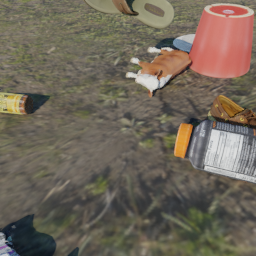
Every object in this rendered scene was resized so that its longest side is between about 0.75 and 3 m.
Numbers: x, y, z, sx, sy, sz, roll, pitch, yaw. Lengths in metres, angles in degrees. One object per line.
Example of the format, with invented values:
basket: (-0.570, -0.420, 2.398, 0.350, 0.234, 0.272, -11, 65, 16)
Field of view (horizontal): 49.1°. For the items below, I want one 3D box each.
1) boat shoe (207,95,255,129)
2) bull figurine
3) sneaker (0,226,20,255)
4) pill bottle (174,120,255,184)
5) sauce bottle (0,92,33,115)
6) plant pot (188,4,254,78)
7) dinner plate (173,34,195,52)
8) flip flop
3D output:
boat shoe: (3.136, -0.090, 7.664, 0.870, 0.816, 2.417, -18, 41, -22)
bull figurine: (1.038, -2.158, 10.234, 1.773, 0.951, 2.920, 31, 47, 33)
sneaker: (-2.132, 2.165, 5.020, 1.249, 0.486, 0.874, 4, 39, 5)
pill bottle: (2.303, 0.511, 6.546, 2.341, 1.244, 1.244, 13, 40, 16)
sauce bottle: (-3.987, -0.794, 8.770, 1.950, 0.644, 0.644, 4, 38, 9)
plant pot: (3.692, -3.470, 10.923, 2.503, 2.215, 2.503, 0, 38, 0)
dinner plate: (3.259, -4.096, 13.343, 2.197, 0.266, 2.197, -1, 39, 1)
flip flop: (0.075, -3.055, 6.688, 2.410, 0.977, 0.694, 17, 9, -17)
